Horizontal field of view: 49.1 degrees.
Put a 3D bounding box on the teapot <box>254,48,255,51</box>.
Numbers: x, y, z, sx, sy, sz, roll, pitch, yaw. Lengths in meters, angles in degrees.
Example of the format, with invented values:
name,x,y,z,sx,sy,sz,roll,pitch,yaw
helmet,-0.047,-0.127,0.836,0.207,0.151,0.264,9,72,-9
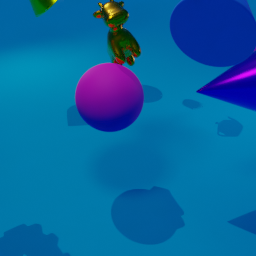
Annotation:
name,x,y,z,sx,sy,sz,roll,pitch,yaw
teapot,3.591,-1.883,7.362,0.764,1.561,0.971,-16,81,-33

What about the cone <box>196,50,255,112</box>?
name,x,y,z,sx,sy,sz,roll,pitch,yaw
cone,2.042,-0.761,4.904,1.678,1.672,1.672,-8,33,7

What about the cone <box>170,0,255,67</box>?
name,x,y,z,sx,sy,sz,roll,pitch,yaw
cone,1.187,-1.482,3.420,1.028,1.028,1.032,18,64,26

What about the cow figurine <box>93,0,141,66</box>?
name,x,y,z,sx,sy,sz,roll,pitch,yaw
cow figurine,-0.205,-1.718,5.188,0.623,1.116,1.134,-27,0,-10

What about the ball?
name,x,y,z,sx,sy,sz,roll,pitch,yaw
ball,-0.338,-0.558,5.204,1.269,1.269,1.269,0,33,0

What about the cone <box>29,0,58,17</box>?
name,x,y,z,sx,sy,sz,roll,pitch,yaw
cone,-2.669,-4.170,7.922,1.366,1.371,1.366,-26,41,26
